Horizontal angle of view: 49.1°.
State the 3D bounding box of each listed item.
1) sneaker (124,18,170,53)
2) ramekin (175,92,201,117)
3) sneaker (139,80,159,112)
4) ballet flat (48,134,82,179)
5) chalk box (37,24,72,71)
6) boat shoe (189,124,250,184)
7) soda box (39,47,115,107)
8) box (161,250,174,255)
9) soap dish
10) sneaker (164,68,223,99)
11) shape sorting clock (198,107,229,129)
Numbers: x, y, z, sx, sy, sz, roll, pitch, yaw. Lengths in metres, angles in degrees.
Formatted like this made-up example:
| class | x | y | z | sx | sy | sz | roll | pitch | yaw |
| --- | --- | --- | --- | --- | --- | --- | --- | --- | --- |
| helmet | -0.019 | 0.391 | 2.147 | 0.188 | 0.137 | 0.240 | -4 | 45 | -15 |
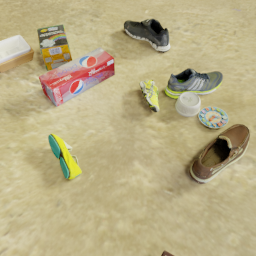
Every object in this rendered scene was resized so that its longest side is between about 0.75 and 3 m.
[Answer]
| class | x | y | z | sx | sy | sz | roll | pitch | yaw |
| --- | --- | --- | --- | --- | --- | --- | --- | --- | --- |
| sneaker | 0.906 | -4.676 | 13.126 | 2.745 | 1.242 | 0.912 | 37 | 60 | 25 |
| ramekin | 2.326 | -0.946 | 10.766 | 0.968 | 0.508 | 0.968 | 0 | 53 | 0 |
| sneaker | 0.935 | -1.319 | 10.913 | 0.623 | 0.615 | 1.632 | -23 | 56 | 5 |
| ballet flat | -2.090 | 0.911 | 9.392 | 0.616 | 0.615 | 1.839 | -11 | 53 | -35 |
| chalk box | -3.249 | -3.703 | 12.430 | 1.214 | 1.205 | 1.944 | -13 | 53 | -8 |
| boat shoe | 3.203 | 0.674 | 9.193 | 1.049 | 1.051 | 2.841 | 37 | 61 | 24 |
| soda box | -1.993 | -2.133 | 11.395 | 2.989 | 0.948 | 1.046 | -34 | 59 | -24 |
| box | 0.822 | 4.559 | 6.252 | 1.486 | 1.112 | 2.968 | 23 | 54 | 17 |
| soap dish | -5.223 | -3.283 | 12.397 | 1.792 | 0.728 | 1.410 | -31 | 59 | -21 |
| sneaker | 2.698 | -1.888 | 11.161 | 2.484 | 1.005 | 0.918 | -16 | 54 | -12 |
| shape sorting clock | 3.218 | -0.414 | 10.545 | 1.113 | 0.218 | 1.113 | 0 | 53 | 0 |
